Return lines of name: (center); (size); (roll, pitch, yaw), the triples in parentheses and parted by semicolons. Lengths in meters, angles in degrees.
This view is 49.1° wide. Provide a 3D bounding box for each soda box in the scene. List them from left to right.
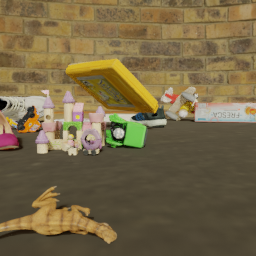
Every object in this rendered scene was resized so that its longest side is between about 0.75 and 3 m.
soda box: (4.306, -0.690, 12.420); (2.700, 0.858, 0.923); (2, 4, 12)

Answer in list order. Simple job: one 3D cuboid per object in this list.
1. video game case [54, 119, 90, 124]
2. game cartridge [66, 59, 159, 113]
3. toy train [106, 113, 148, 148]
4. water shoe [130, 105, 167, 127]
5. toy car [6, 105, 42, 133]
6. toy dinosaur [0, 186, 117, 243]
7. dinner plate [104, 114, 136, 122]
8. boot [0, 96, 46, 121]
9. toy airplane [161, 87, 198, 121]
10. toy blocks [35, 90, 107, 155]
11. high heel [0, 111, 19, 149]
video game case: (-2.214, -0.275, 11.475); (1.419, 0.179, 1.557); (2, 5, 20)
game cartridge: (-0.453, -1.101, 7.845); (2.257, 0.366, 1.989); (11, -23, 50)
toy train: (-0.070, 0.020, 5.694); (0.715, 0.529, 2.534); (10, 4, -5)
water shoe: (0.727, -0.476, 9.948); (0.728, 0.804, 2.037); (-2, 5, -28)
toy car: (-2.878, -0.257, 7.924); (0.546, 0.806, 1.642); (36, -12, -35)
toy dinosaur: (-0.438, 0.470, 1.437); (0.757, 0.229, 0.402); (-1, 6, -7)
dinner plate: (-0.123, -0.488, 13.518); (2.886, 0.350, 2.886); (1, 6, 0)
boot: (-4.578, -0.793, 11.262); (2.872, 1.056, 1.373); (-12, -5, -13)
toy airplane: (2.454, -1.091, 13.175); (1.876, 1.330, 1.884); (-12, -33, 19)
toy blocks: (-0.887, -0.127, 4.459); (1.054, 0.950, 1.128); (1, 4, 2)
high heel: (-2.181, -0.011, 4.735); (0.472, 0.673, 1.401); (-3, 6, -38)
